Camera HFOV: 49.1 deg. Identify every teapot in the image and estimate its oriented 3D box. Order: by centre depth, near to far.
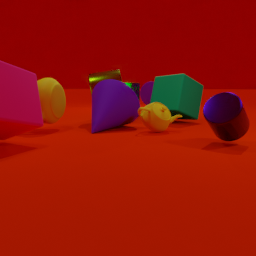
[{"bbox_3d":[0.836,-0.332,7.571,1.367,0.850,0.670,11,-42,-30],"label":"teapot"},{"bbox_3d":[-2.381,-0.702,7.750,1.005,1.276,2.053,1,42,11],"label":"teapot"}]

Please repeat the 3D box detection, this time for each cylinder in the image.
[{"bbox_3d":[2.068,-0.226,5.877,0.776,0.776,0.776,7,-24,38],"label":"cylinder"},{"bbox_3d":[-0.710,-1.334,9.168,1.024,1.024,1.024,-10,9,-4],"label":"cylinder"}]

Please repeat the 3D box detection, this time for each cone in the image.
[{"bbox_3d":[-0.655,-0.311,7.870,1.571,1.571,1.577,4,36,23],"label":"cone"},{"bbox_3d":[1.239,-1.592,12.536,1.096,1.096,1.100,4,16,23],"label":"cone"}]

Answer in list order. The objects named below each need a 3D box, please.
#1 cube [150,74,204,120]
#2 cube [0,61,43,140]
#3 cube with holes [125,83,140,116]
[{"bbox_3d":[1.648,-1.020,9.547,1.228,1.228,1.228,18,-9,-42],"label":"cube"},{"bbox_3d":[-2.629,-0.505,5.625,1.203,1.203,1.203,-17,-13,23],"label":"cube"},{"bbox_3d":[-0.344,-1.080,10.911,1.343,1.343,1.343,2,9,15],"label":"cube with holes"}]
